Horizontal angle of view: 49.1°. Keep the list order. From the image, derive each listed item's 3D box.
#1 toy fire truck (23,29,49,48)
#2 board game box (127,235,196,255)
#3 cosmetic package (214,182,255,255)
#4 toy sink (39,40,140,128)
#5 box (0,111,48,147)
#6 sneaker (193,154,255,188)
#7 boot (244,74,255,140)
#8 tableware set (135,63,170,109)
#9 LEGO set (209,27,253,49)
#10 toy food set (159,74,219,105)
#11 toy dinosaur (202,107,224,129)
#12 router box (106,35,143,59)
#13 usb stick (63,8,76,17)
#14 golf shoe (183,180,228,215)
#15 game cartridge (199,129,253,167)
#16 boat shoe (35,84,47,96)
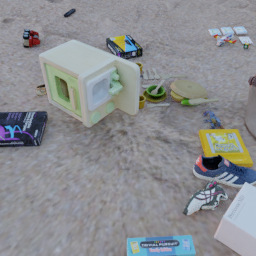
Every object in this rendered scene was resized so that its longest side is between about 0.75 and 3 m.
[{"bbox_3d":[-4.468,-4.425,13.675,1.194,0.768,1.051,2,40,-15],"label":"toy fire truck"},{"bbox_3d":[0.543,2.516,5.179,1.125,1.490,0.350,-2,42,-3],"label":"board game box"},{"bbox_3d":[3.153,2.328,5.791,2.281,0.968,1.228,29,51,27],"label":"cosmetic package"},{"bbox_3d":[-1.288,-1.362,9.235,2.973,1.938,1.666,29,49,27],"label":"toy sink"},{"bbox_3d":[-3.627,0.010,8.875,1.934,0.349,1.383,-1,42,-3],"label":"box"},{"bbox_3d":[2.624,1.075,7.391,1.701,0.719,0.638,6,42,6],"label":"sneaker"},{"bbox_3d":[4.275,-0.868,8.805,0.837,1.742,2.383,2,42,2],"label":"boot"},{"bbox_3d":[0.436,-1.735,10.781,1.919,0.437,2.848,-5,42,-5],"label":"tableware set"},{"bbox_3d":[5.199,-4.670,14.012,1.846,0.606,2.471,-2,42,4],"label":"LEGO set"},{"bbox_3d":[2.184,-1.329,10.369,1.500,0.436,2.173,-7,38,-26],"label":"toy food set"},{"bbox_3d":[2.807,-0.250,9.297,0.959,0.504,0.871,35,30,-13],"label":"toy dinosaur"},{"bbox_3d":[-0.191,-3.782,13.093,1.221,0.418,1.637,-16,44,-17],"label":"router box"},{"bbox_3d":[-3.496,-6.929,16.834,0.315,0.185,1.138,8,42,18],"label":"usb stick"},{"bbox_3d":[1.881,1.771,6.800,1.288,0.497,0.567,-29,56,-28],"label":"golf shoe"},{"bbox_3d":[2.866,0.576,8.326,1.251,0.230,1.419,-1,40,-1],"label":"game cartridge"},{"bbox_3d":[-2.962,-1.593,10.667,1.131,0.365,0.403,-30,50,-30],"label":"boat shoe"}]
